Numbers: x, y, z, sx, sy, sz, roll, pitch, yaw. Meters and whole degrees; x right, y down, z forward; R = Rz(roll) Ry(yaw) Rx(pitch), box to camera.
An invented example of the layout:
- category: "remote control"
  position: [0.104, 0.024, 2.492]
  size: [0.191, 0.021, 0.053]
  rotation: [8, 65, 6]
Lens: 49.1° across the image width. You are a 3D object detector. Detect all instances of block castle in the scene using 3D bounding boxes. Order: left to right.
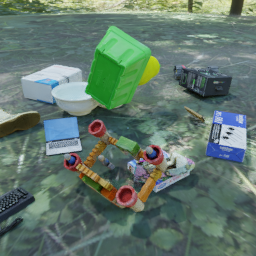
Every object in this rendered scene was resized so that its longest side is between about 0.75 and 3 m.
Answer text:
- category: "block castle"
  position: [-0.417, 0.930, 7.583]
  size: [2.613, 1.226, 1.746]
  rotation: [23, 71, 37]

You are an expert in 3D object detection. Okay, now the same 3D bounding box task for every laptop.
- category: "laptop"
  position: [-2.359, 0.272, 10.061]
  size: [1.220, 0.755, 1.303]
  rotation: [-8, 30, -13]

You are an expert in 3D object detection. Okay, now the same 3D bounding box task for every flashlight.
- category: "flashlight"
  position: [4.016, -3.339, 16.526]
  size: [2.585, 0.875, 0.878]
  rotation: [-5, 31, -6]

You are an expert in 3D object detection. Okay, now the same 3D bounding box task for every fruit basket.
- category: "fruit basket"
  position: [-0.094, -2.452, 11.383]
  size: [2.240, 3.105, 3.105]
  rotation: [35, 37, 8]

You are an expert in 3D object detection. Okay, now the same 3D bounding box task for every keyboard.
- category: "keyboard"
  position: [-3.357, 2.264, 7.001]
  size: [1.393, 0.226, 2.192]
  rotation: [22, 37, 35]

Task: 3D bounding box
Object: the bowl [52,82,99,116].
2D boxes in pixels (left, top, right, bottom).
- category: "bowl"
  position: [-2.203, -1.227, 12.488]
  size: [2.259, 1.015, 2.259]
  rotation: [1, 29, -1]

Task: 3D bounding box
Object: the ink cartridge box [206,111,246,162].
- category: "ink cartridge box"
  position: [3.666, 0.208, 10.349]
  size: [1.231, 0.579, 2.619]
  rotation: [11, 30, 17]

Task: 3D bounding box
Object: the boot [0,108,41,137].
- category: "boot"
  position: [-4.735, -0.397, 11.346]
  size: [1.968, 0.709, 1.522]
  rotation: [-24, 36, -34]

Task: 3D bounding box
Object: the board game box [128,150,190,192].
- category: "board game box"
  position: [0.944, 1.263, 8.735]
  size: [1.383, 0.285, 1.387]
  rotation: [-20, 34, -32]

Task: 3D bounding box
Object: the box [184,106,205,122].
- category: "box"
  position: [2.782, -0.581, 11.673]
  size: [0.862, 0.092, 0.705]
  rotation: [38, 4, 29]

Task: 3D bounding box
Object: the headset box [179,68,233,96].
- category: "headset box"
  position: [4.008, -2.396, 14.406]
  size: [1.813, 0.966, 2.082]
  rotation: [-7, 27, -30]

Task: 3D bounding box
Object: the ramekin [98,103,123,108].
- category: "ramekin"
  position: [-0.845, -1.463, 13.365]
  size: [1.295, 0.603, 1.295]
  rotation: [1, 29, 0]

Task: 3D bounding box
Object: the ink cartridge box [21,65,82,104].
- category: "ink cartridge box"
  position: [-3.829, -2.323, 14.417]
  size: [1.859, 1.090, 2.539]
  rotation: [14, 31, 22]

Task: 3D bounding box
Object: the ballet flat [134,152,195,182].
- category: "ballet flat"
  position: [1.105, 1.060, 8.140]
  size: [1.938, 0.690, 0.670]
  rotation: [-10, 33, -15]
